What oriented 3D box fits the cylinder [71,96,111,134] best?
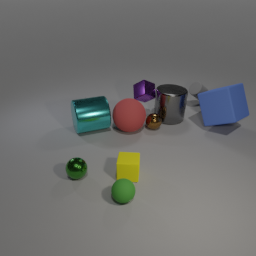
[{"bbox_3d":[-1.562,-0.564,11.686,1.400,1.400,1.400,-10,30,-18],"label":"cylinder"}]

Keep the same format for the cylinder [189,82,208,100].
[{"bbox_3d":[3.452,-1.797,13.668,0.700,0.700,0.700,26,8,-41],"label":"cylinder"}]

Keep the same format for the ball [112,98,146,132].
[{"bbox_3d":[0.049,-0.535,11.654,1.400,1.400,1.400,0,29,0],"label":"ball"}]

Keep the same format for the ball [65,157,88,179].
[{"bbox_3d":[-1.657,1.295,9.024,0.700,0.700,0.700,0,29,0],"label":"ball"}]

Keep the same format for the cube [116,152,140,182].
[{"bbox_3d":[0.015,1.257,9.091,0.700,0.700,0.700,3,28,5],"label":"cube"}]

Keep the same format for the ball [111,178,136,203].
[{"bbox_3d":[-0.133,1.808,8.086,0.700,0.700,0.700,0,29,0],"label":"ball"}]

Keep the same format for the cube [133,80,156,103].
[{"bbox_3d":[0.720,-1.606,12.269,0.700,0.700,0.700,13,-22,-40],"label":"cube"}]

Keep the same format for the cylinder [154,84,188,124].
[{"bbox_3d":[1.898,-1.086,12.581,1.400,1.400,1.400,2,29,-1],"label":"cylinder"}]

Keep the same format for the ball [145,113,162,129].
[{"bbox_3d":[1.091,-0.289,11.934,0.700,0.700,0.700,0,29,0],"label":"ball"}]

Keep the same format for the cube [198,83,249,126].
[{"bbox_3d":[3.979,-0.969,11.665,1.400,1.400,1.400,-19,7,-43],"label":"cube"}]
